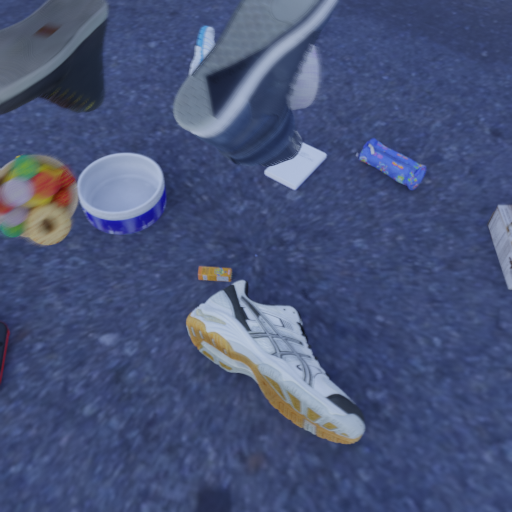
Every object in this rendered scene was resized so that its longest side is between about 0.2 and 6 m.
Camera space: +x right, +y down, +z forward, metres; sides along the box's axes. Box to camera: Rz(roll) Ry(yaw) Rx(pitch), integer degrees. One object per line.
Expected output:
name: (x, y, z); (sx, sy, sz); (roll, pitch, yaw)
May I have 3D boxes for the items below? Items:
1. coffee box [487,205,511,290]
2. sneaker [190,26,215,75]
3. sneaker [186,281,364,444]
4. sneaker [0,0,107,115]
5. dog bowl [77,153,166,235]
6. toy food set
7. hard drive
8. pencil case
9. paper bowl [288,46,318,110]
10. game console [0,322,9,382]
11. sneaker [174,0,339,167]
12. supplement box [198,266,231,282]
coffee box: (5.135, -0.183, 10.648); (0.914, 0.637, 1.598); (1, 53, 0)
sneaker: (-1.117, -4.942, 14.275); (0.970, 0.839, 2.238); (6, 61, -3)
sneaker: (0.480, 1.519, 8.965); (3.362, 1.272, 1.474); (34, 60, 22)
sneaker: (-2.961, -2.461, 8.059); (1.112, 1.580, 2.974); (19, 48, 10)
dog bowl: (-2.725, -1.286, 11.467); (1.720, 0.677, 1.720); (0, 53, 0)
toy food set: (-3.614, -0.931, 9.139); (0.348, 1.417, 1.431); (31, 99, 49)
hard drive: (0.875, -2.014, 12.349); (0.816, 0.157, 1.236); (30, 58, 21)
pencil case: (2.900, -1.994, 12.019); (1.462, 0.635, 0.571); (36, 90, 22)
paper bowl: (0.520, -3.667, 11.045); (0.824, 1.584, 1.584); (-14, 54, -20)
game console: (-5.010, 1.753, 9.434); (1.519, 0.236, 1.344); (-5, 53, -3)
sneaker: (0.415, -3.059, 9.516); (3.453, 2.495, 1.313); (-47, 61, 7)
supplement box: (-0.774, 0.340, 10.528); (0.616, 0.212, 0.205); (4, 55, 0)
